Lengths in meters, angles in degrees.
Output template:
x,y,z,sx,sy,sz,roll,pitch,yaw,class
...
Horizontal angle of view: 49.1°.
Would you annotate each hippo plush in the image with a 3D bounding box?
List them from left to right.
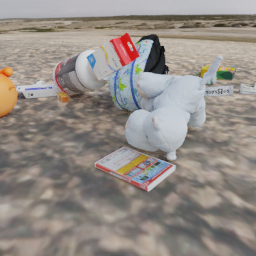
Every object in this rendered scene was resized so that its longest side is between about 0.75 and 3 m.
x,y,z,sx,sy,sz,roll,pitch,yaw,class
1.266,-0.166,7.883,2.940,2.342,2.364,-1,50,38,hippo plush

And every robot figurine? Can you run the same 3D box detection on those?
x,y,z,sx,sy,sz,roll,pitch,yaw,class
-5.248,-1.340,10.370,2.842,1.657,2.044,17,28,35,robot figurine

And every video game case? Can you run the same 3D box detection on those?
x,y,z,sx,sy,sz,roll,pitch,yaw,class
0.169,0.954,6.968,1.657,0.145,1.184,17,28,35,video game case

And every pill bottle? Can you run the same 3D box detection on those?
x,y,z,sx,sy,sz,roll,pitch,yaw,class
-1.776,-2.329,11.721,1.601,1.601,2.893,-22,13,-41,pill bottle

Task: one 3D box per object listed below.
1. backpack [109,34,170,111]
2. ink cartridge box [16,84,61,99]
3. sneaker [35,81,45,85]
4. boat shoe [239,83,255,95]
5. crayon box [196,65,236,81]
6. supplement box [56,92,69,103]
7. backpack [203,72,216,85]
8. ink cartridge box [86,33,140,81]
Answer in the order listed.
x,y,z,sx,sy,sz,roll,pitch,yaw,class
0.519,-1.894,10.885,2.272,2.411,2.955,-9,40,10,backpack
-4.055,-1.702,12.794,2.031,0.398,1.010,-5,24,-16,ink cartridge box
-4.284,-1.981,13.600,0.545,0.357,0.947,21,38,23,sneaker
5.923,-1.887,12.907,1.473,0.628,0.544,7,24,15,boat shoe
5.014,-3.198,16.075,2.065,0.525,1.311,11,26,24,crayon box
-2.833,-1.333,12.100,0.267,0.276,0.801,-13,28,-29,supplement box
4.199,-2.566,14.434,0.766,0.673,0.587,-25,30,-36,backpack
-0.488,-2.268,8.940,1.533,0.891,0.516,-24,9,35,ink cartridge box
